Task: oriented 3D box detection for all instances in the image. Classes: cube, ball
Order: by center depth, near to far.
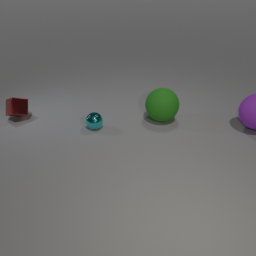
[{"bbox_3d":[5.003,-0.635,10.782,1.400,1.400,1.400,0,30,0],"label":"ball"},{"bbox_3d":[-1.344,-0.283,11.169,0.700,0.700,0.700,0,30,0],"label":"ball"},{"bbox_3d":[1.414,-0.961,11.573,1.400,1.400,1.400,0,30,0],"label":"ball"},{"bbox_3d":[-4.686,-0.870,11.806,0.700,0.700,0.700,2,-5,-42],"label":"cube"}]
